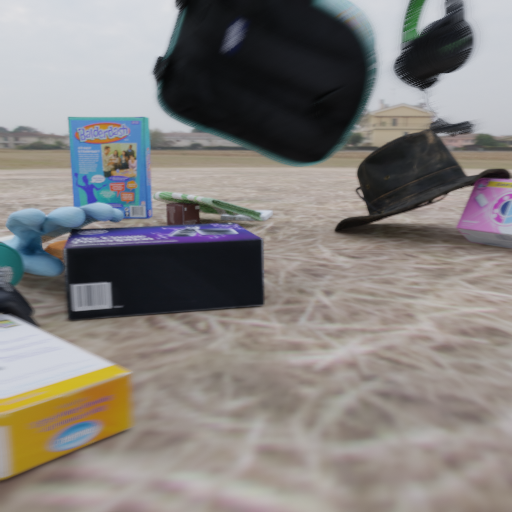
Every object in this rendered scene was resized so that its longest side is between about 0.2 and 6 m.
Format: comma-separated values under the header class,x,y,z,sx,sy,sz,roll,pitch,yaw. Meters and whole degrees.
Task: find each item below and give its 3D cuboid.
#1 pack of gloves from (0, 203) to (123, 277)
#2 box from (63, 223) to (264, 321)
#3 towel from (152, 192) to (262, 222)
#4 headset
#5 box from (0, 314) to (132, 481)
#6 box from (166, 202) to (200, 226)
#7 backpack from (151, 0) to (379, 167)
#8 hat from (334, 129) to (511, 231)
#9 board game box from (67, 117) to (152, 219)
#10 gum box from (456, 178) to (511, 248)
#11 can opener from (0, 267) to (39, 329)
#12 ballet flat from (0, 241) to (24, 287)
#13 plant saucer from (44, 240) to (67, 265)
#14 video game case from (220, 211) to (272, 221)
class,x,y,z,sx,sy,sz,roll,pitch,yaw
pack of gloves,-3.579,0.092,6.517,3.230,0.759,3.845,-11,0,-42
box,-1.046,0.103,6.244,1.995,0.787,1.408,-3,9,-15
towel,-1.089,-1.096,12.264,2.109,0.247,1.609,14,1,44
headset,2.565,-2.748,7.772,1.003,2.135,1.318,0,-3,-12
box,-1.846,0.811,3.561,2.008,0.417,1.196,7,13,44
box,-1.586,-0.894,12.108,0.584,0.479,0.484,10,15,42
backpack,0.341,-3.157,9.205,3.257,2.863,2.497,26,28,1
hat,2.970,-1.580,10.786,3.474,1.401,3.474,-16,-2,-1
board game box,-3.425,-2.077,13.244,1.809,2.378,0.535,1,12,1
gum box,4.353,-0.672,9.201,0.584,1.003,1.767,33,-12,-38
can opener,-2.045,0.351,4.535,0.440,0.355,1.120,-17,-20,-3
ballet flat,-3.412,0.263,5.351,0.829,0.824,2.424,-2,9,23
plant saucer,-2.562,-0.070,8.453,1.379,0.258,1.379,0,10,0
video game case,-0.216,-0.974,13.430,1.057,0.138,1.161,2,11,10
